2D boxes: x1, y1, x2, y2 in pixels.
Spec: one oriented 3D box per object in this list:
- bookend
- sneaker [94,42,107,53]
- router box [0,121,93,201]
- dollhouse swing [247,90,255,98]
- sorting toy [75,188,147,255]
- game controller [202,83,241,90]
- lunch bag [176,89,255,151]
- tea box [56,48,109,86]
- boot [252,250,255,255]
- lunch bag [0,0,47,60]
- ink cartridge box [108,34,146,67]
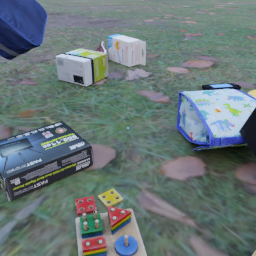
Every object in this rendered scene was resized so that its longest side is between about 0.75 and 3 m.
[{"bbox_3d":[4.190,0.493,5.195,2.804,1.300,2.821,-12,54,-18],"label":"bookend"},{"bbox_3d":[-1.637,-3.790,13.977,1.106,0.725,1.915,-7,32,-6],"label":"sneaker"},{"bbox_3d":[-2.058,0.639,6.510,2.027,0.630,1.519,-21,37,-32],"label":"router box"},{"bbox_3d":[5.282,-1.078,7.862,2.534,2.619,2.882,24,33,-1],"label":"dollhouse swing"},{"bbox_3d":[-0.345,1.762,4.860,1.088,0.382,2.257,-6,31,-11],"label":"sorting toy"},{"bbox_3d":[3.504,-1.536,10.545,1.378,0.290,0.719,-4,31,-9],"label":"game controller"},{"bbox_3d":[2.441,-0.137,7.109,1.841,1.380,2.166,-6,21,-10],"label":"lunch bag"},{"bbox_3d":[-1.841,-2.523,11.481,1.533,1.024,1.508,18,34,28],"label":"tea box"},{"bbox_3d":[2.881,2.147,4.021,1.549,0.585,1.768,-23,37,-34],"label":"boot"},{"bbox_3d":[-3.485,-3.036,7.818,1.513,2.287,1.554,-12,60,28],"label":"lunch bag"},{"bbox_3d":[-0.085,-3.642,13.239,0.687,1.166,2.025,-24,38,-34],"label":"ink cartridge box"}]
